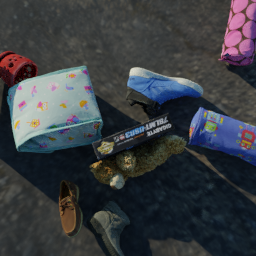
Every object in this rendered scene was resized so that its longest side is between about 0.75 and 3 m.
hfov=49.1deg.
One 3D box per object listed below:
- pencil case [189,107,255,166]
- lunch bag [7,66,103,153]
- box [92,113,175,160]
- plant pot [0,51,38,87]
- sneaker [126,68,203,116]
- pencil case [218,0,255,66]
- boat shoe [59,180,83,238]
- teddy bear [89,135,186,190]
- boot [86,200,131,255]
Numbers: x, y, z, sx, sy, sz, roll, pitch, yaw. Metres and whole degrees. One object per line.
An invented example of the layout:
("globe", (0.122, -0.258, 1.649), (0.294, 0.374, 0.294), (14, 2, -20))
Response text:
("pencil case", (3.223, 0.389, 8.102), (2.962, 1.286, 1.156), (20, 81, 6))
("lunch bag", (-2.125, -0.459, 8.069), (2.434, 1.484, 2.073), (-13, 65, -12))
("box", (0.074, 0.298, 7.694), (2.037, 2.052, 0.510), (-22, 85, -7))
("plant pot", (-3.522, -1.815, 8.740), (0.959, 1.053, 1.053), (34, 76, 14))
("sneaker", (1.093, -0.944, 8.709), (2.360, 0.906, 1.313), (13, 87, -8))
("pencil case", (3.672, -3.223, 9.103), (1.022, 1.055, 2.252), (16, 86, -40))
("boat shoe", (-1.620, 2.113, 7.523), (0.593, 0.557, 1.649), (-27, 43, 9))
("teddy bear", (0.359, 0.929, 7.618), (2.706, 1.962, 0.903), (-21, 82, -10))
("boot", (-0.272, 2.828, 7.636), (1.070, 0.554, 1.637), (-29, 76, -35))
